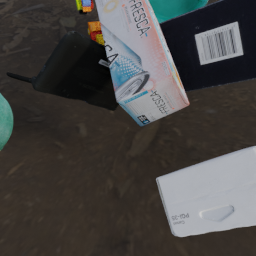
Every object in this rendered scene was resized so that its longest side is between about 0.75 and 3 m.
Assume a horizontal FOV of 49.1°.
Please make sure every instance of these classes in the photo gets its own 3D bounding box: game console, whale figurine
[{"bbox_3d":[-0.977,-1.093,5.482,1.989,1.749,1.158,11,39,-49],"label":"game console"},{"bbox_3d":[-2.585,-0.297,4.749,1.054,1.616,2.032,-39,28,-11],"label":"whale figurine"}]

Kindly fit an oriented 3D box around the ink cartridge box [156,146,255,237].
[{"bbox_3d":[1.345,0.666,3.415,1.684,1.234,0.697,0,69,-51],"label":"ink cartridge box"}]

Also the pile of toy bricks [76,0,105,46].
[{"bbox_3d":[-0.471,-3.246,6.798,1.503,2.709,1.337,-13,4,-18],"label":"pile of toy bricks"}]

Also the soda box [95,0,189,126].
[{"bbox_3d":[0.139,-1.278,4.330,0.820,0.762,2.398,-25,54,17],"label":"soda box"}]

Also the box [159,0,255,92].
[{"bbox_3d":[2.132,-1.624,5.257,2.556,1.331,2.328,-6,13,39],"label":"box"}]

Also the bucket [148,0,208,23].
[{"bbox_3d":[1.226,-4.129,8.129,2.470,2.470,1.607,10,35,10],"label":"bucket"}]
